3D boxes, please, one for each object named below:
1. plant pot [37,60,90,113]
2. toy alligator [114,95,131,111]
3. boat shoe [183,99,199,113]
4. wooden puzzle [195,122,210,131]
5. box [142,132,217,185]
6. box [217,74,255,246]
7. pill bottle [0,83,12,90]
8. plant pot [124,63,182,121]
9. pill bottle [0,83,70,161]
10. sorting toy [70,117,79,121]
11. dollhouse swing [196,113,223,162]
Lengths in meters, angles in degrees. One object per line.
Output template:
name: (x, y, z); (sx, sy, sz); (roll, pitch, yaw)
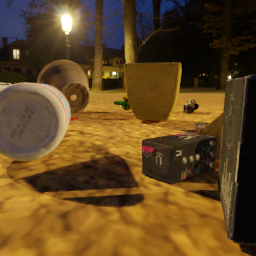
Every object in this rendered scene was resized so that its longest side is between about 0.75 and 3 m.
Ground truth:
plant pot: (-2.939, -1.804, 13.621); (2.600, 2.600, 2.256); (-4, 26, -26)
toy alligator: (0.518, -1.214, 13.894); (2.433, 0.722, 0.660); (-3, 30, -4)
boat shoe: (3.169, -1.016, 13.661); (0.602, 0.601, 1.628); (7, 22, 24)
wooden puzzle: (2.889, 0.006, 7.379); (1.756, 0.353, 1.898); (0, 9, -4)
box: (0.760, 0.400, 4.116); (1.009, 0.535, 0.617); (-8, 11, -39)
box: (1.362, 0.197, 2.691); (0.841, 1.356, 1.333); (4, 9, 12)
pill bottle: (-3.870, -0.609, 8.048); (1.376, 1.376, 2.479); (4, 9, 25)
plant pot: (0.953, -1.271, 10.234); (1.910, 1.967, 1.923); (2, 5, 11)
pill bottle: (-1.877, -0.252, 5.766); (1.336, 1.336, 2.457); (-1, 9, -9)
sorting toy: (-2.439, -0.066, 7.784); (1.059, 0.372, 2.197); (8, 12, 44)
dollhouse swing: (2.237, 0.414, 4.826); (1.724, 1.515, 1.567); (-10, -28, -48)
